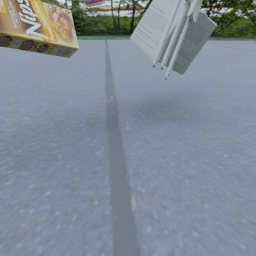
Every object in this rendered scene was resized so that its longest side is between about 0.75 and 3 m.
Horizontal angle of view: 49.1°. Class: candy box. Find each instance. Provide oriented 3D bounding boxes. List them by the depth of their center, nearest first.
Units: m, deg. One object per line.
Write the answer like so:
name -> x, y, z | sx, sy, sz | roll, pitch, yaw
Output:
candy box -> -2.061, -2.247, 6.180 | 1.843, 1.064, 0.510 | -2, -18, -44

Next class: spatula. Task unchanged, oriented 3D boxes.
spatula -> 1.280, -2.497, 6.754 | 0.209, 2.604, 1.811 | 21, 3, 19

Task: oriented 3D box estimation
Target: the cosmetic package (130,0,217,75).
cosmetic package -> 1.452, -3.121, 9.187 | 1.616, 1.931, 1.606 | 15, 27, -44

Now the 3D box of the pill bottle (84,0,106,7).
pill bottle -> -1.177, -4.641, 9.008 | 0.717, 1.277, 0.717 | -10, 29, 6
